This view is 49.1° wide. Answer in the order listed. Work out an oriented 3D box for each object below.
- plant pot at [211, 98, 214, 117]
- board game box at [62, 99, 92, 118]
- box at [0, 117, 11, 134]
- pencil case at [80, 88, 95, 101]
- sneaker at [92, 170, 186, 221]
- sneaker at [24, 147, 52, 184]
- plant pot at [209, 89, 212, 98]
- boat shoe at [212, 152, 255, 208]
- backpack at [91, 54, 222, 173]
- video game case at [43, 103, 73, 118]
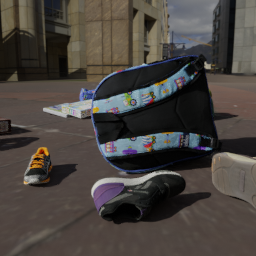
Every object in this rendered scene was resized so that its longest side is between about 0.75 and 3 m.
[{"bbox_3d":[3.638,-1.098,13.814,1.249,1.002,1.249,0,12,0],"label":"plant pot"},{"bbox_3d":[-1.989,-1.013,13.937,1.441,0.367,2.143,17,24,39],"label":"board game box"},{"bbox_3d":[-4.925,-0.119,10.276,1.409,0.528,0.706,12,14,44],"label":"box"},{"bbox_3d":[-1.648,-2.007,17.717,2.775,1.083,1.205,-4,-21,-13],"label":"pencil case"},{"bbox_3d":[0.270,1.175,4.530,1.623,0.615,0.711,-5,31,-17],"label":"sneaker"},{"bbox_3d":[-1.923,0.814,5.992,0.517,0.510,1.321,0,13,-10],"label":"sneaker"},{"bbox_3d":[3.087,-1.279,12.735,1.432,1.340,1.340,-30,24,-23],"label":"plant pot"},{"bbox_3d":[2.422,0.908,4.532,0.936,0.951,2.552,-4,14,-19],"label":"boat shoe"},{"bbox_3d":[0.502,-0.270,6.779,2.801,2.557,1.884,-15,6,-12],"label":"backpack"},{"bbox_3d":[-3.159,-0.932,14.455,1.786,0.197,1.626,15,23,34],"label":"video game case"}]
